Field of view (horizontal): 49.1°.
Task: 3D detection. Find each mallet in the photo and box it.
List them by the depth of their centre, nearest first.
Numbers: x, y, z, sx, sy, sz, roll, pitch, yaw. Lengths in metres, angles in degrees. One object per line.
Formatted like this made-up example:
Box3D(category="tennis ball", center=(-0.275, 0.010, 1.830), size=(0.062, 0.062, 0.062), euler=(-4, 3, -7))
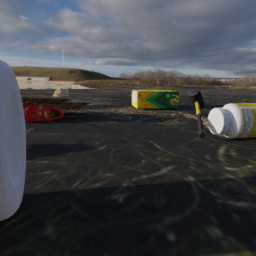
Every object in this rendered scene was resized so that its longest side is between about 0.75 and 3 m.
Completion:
Box3D(category="mallet", center=(1.561, -0.373, 6.269), size=(0.314, 0.502, 1.525), euler=(-17, 28, 20))

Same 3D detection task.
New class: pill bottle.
Box3D(category="pill bottle", center=(-2.244, 0.148, 2.267), size=(2.535, 1.423, 1.423), euler=(-2, 10, -12))
Box3D(category="pill bottle", center=(2.476, -0.163, 6.098), size=(1.340, 0.753, 0.753), euler=(-2, 10, -17))

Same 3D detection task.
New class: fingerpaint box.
Box3D(category="fingerpaint box", center=(1.181, -1.342, 12.955), size=(1.837, 0.807, 2.201), euler=(0, 9, -6))

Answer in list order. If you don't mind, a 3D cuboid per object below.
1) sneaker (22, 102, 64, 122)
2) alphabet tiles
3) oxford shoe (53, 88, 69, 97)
Box3D(category="sneaker", center=(-2.686, -0.478, 8.560), size=(0.672, 0.609, 1.582), euler=(15, 17, 42))
Box3D(category="alphabet tiles", center=(-2.895, -0.792, 9.574), size=(2.996, 0.113, 2.504), euler=(-3, -5, -38))
Box3D(category="oxford shoe", center=(-3.331, -1.413, 13.155), size=(0.846, 0.882, 2.390), euler=(0, 10, 1))
